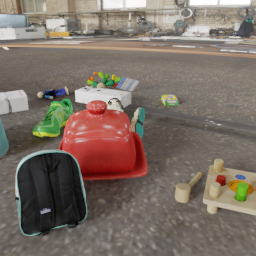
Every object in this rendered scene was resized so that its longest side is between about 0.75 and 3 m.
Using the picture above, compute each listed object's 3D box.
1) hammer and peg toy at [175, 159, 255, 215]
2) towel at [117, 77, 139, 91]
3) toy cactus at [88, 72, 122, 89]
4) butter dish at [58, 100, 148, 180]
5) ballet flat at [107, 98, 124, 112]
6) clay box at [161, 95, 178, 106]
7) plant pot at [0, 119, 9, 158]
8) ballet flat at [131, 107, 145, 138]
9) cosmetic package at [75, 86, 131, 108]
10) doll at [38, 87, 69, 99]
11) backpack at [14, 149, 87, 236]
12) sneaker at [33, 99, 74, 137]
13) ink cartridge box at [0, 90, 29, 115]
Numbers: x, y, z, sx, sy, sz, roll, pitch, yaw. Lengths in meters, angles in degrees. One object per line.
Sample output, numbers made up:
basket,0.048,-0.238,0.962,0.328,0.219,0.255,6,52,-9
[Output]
hammer and peg toy,2.469,1.440,7.104,2.340,0.825,1.721,9,25,20
towel,0.004,-2.489,15.886,1.142,0.839,0.136,8,46,-34
toy cactus,-1.480,-2.540,16.470,2.181,1.115,1.800,7,43,10
butter dish,-0.879,0.147,8.448,2.743,2.033,2.751,-4,27,-3
ballet flat,-0.604,-0.667,11.879,0.980,0.980,2.682,0,24,0
clay box,2.151,-1.481,14.557,0.692,0.287,1.205,-1,24,-3
plant pot,-5.385,-0.071,9.134,2.501,2.007,2.501,0,23,0
ballet flat,0.336,-0.121,10.810,0.555,0.555,1.598,5,47,11
cosmetic package,-1.278,-1.589,14.316,2.705,0.685,1.116,11,27,24
doll,-4.150,-1.928,15.459,1.621,0.393,1.106,-14,34,-14
backpack,-1.751,1.312,6.305,1.496,1.702,1.304,-9,9,-16
sneaker,-2.963,-0.447,11.085,1.009,1.138,2.723,5,24,9
ink cartridge box,-5.785,-1.227,13.387,1.731,0.743,1.267,-11,26,-27
